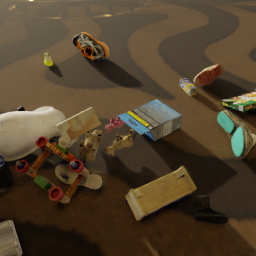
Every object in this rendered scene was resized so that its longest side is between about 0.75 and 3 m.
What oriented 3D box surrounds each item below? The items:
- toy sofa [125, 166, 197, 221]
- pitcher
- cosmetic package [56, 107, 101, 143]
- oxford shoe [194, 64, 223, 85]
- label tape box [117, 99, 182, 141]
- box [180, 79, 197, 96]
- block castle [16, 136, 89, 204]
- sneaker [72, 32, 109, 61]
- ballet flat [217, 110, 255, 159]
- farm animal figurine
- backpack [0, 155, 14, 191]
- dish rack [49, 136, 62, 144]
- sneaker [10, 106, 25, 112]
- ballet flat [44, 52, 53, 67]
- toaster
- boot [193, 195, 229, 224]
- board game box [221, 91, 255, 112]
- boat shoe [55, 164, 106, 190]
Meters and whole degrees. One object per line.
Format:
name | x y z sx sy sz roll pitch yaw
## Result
toy sofa | 0.902 1.862 7.907 1.855 0.905 0.768 -19 66 -24
pitcher | -3.557 0.007 9.638 2.547 1.544 2.185 -21 28 -20
cosmetic package | -1.470 -0.092 8.345 1.179 0.620 0.419 -30 9 -13
oxford shoe | 3.858 -2.567 13.839 1.937 0.686 0.715 -27 17 -27
label tape box | 0.805 -0.228 10.599 2.013 0.637 1.451 -25 44 -29
box | 2.791 -1.918 13.053 0.326 0.356 1.015 -12 39 -15
block castle | -2.233 1.159 8.181 1.976 0.927 1.320 27 73 31
sneaker | -2.377 -4.668 16.113 2.823 1.105 1.090 30 54 34
ballet flat | 4.020 0.185 10.013 0.935 0.842 2.484 10 34 -11
farm animal figurine | -0.994 0.432 9.436 2.025 1.056 2.003 30 52 14
backpack | -4.655 1.313 8.017 2.015 1.356 1.840 21 43 27
dish rack | -2.902 0.212 10.303 0.895 0.318 1.167 -32 48 -33
sneaker | -4.667 -0.567 11.383 0.409 0.354 0.935 4 31 32
ballet flat | -4.445 -3.831 15.498 0.438 0.439 1.310 -12 39 -15
toaster | -3.040 2.752 6.684 0.780 0.687 1.208 -17 38 -27
boot | 2.250 2.207 7.650 0.922 0.347 0.689 6 38 9
board game box | 5.399 -1.219 11.908 2.506 0.294 1.313 -16 24 -20
boat shoe | -1.447 1.532 8.524 1.706 0.486 0.570 13 75 24
